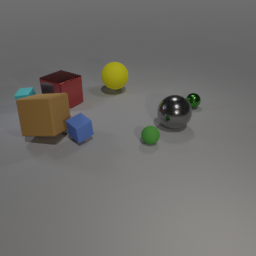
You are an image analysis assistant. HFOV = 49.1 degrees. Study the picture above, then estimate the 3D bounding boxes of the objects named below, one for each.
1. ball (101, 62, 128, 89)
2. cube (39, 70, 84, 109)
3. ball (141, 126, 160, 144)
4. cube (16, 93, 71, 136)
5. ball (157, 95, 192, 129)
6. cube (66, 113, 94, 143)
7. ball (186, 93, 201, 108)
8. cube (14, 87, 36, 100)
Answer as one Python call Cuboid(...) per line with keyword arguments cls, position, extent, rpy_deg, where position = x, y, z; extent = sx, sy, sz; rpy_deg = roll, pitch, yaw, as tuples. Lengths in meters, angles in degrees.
Cuboid(cls="ball", position=(-0.680, -2.699, 14.490), extent=(1.400, 1.400, 1.400), rpy_deg=(0, 30, 0))
Cuboid(cls="cube", position=(-3.145, -1.805, 13.379), extent=(1.400, 1.400, 1.400), rpy_deg=(19, 35, 30))
Cuboid(cls="ball", position=(0.842, 0.262, 10.481), extent=(0.700, 0.700, 0.700), rpy_deg=(0, 30, 0))
Cuboid(cls="cube", position=(-3.154, -0.532, 10.693), extent=(1.400, 1.400, 1.400), rpy_deg=(-1, 15, 16))
Cuboid(cls="ball", position=(1.888, -0.643, 11.381), extent=(1.400, 1.400, 1.400), rpy_deg=(0, 30, 0))
Cuboid(cls="cube", position=(-1.800, -0.012, 10.481), extent=(0.700, 0.700, 0.700), rpy_deg=(-32, 48, -30))
Cuboid(cls="ball", position=(3.049, -1.288, 13.102), extent=(0.700, 0.700, 0.700), rpy_deg=(0, 30, 0))
Cuboid(cls="cube", position=(-4.730, -1.404, 13.042), extent=(0.700, 0.700, 0.700), rpy_deg=(-5, 37, 9))
